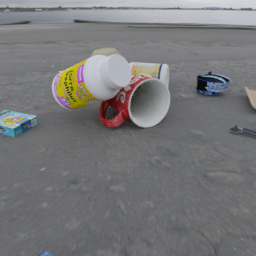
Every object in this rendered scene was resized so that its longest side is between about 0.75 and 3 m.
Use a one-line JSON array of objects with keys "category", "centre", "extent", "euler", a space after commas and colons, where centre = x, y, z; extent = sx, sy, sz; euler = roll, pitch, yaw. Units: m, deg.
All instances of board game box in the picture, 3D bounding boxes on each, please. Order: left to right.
[{"category": "board game box", "centre": [-3.908, -0.180, 9.279], "extent": [1.404, 0.329, 1.060], "euler": [11, 28, 22]}]

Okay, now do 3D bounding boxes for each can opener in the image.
[{"category": "can opener", "centre": [3.666, 0.145, 8.790], "extent": [0.902, 0.237, 0.300], "euler": [17, 65, 35]}]

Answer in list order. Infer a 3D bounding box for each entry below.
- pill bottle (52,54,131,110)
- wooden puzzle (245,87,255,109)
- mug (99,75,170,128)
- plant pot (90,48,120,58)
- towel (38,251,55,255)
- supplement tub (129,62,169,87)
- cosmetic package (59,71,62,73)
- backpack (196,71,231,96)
[{"category": "pill bottle", "centre": [-1.176, -1.471, 8.956], "extent": [2.671, 1.392, 1.392], "euler": [-12, 12, 43]}, {"category": "wooden puzzle", "centre": [5.882, -0.980, 10.935], "extent": [2.379, 0.443, 2.201], "euler": [11, 27, 11]}, {"category": "mug", "centre": [-0.127, -1.119, 9.835], "extent": [2.181, 1.639, 2.457], "euler": [-12, 25, -28]}, {"category": "plant pot", "centre": [-1.064, -3.147, 13.981], "extent": [2.239, 1.503, 2.239], "euler": [-3, 26, 1]}, {"category": "towel", "centre": [-0.687, 2.444, 3.546], "extent": [2.138, 0.519, 1.194], "euler": [14, 30, 27]}, {"category": "supplement tub", "centre": [0.658, -2.015, 11.836], "extent": [2.008, 1.450, 1.450], "euler": [6, 26, 14]}, {"category": "cosmetic package", "centre": [-2.891, -2.953, 15.053], "extent": [1.475, 0.374, 0.609], "euler": [-20, 33, -35]}, {"category": "backpack", "centre": [3.780, -1.891, 12.237], "extent": [1.176, 0.867, 1.288], "euler": [-23, 33, -39]}]
